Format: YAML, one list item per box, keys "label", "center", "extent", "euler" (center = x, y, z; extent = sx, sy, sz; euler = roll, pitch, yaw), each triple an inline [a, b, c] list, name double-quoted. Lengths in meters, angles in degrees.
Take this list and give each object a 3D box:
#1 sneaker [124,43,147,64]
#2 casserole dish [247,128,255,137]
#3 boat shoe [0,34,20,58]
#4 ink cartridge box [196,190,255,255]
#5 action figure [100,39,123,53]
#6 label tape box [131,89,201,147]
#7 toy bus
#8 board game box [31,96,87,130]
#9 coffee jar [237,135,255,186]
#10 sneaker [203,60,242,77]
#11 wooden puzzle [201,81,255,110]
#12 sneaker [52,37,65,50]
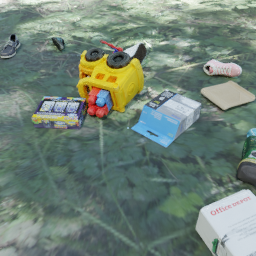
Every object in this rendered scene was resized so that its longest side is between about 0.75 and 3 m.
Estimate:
- label: "sneaker"
  center: [-0.094, -2.629, 11.951]
  extent: [1.101, 0.947, 2.601]
  euler: [-10, 34, 39]
- label: "casserole dish"
  center: [4.270, 0.218, 8.758]
  extent: [1.049, 0.203, 0.635]
  euler: [-3, 39, -3]
- label: "boat shoe"
  center: [-5.805, -4.017, 13.668]
  extent: [0.692, 0.597, 1.905]
  euler: [0, 39, 0]
- label: "ink cartridge box"
  center: [2.474, 2.342, 5.648]
  extent: [1.368, 0.790, 1.873]
  euler: [-15, 41, -18]
- label: "action figure"
  center: [-0.954, -3.008, 12.189]
  extent: [1.232, 0.812, 2.489]
  euler: [21, 41, 2]
- label: "label tape box"
  center: [1.271, -0.397, 9.169]
  extent: [1.436, 0.630, 1.992]
  euler: [28, 46, 30]
- label: "toy bus"
  center: [-0.959, -1.481, 9.978]
  extent: [2.422, 1.643, 2.325]
  euler: [18, 58, 24]
- label: "board game box"
  center: [-2.272, -0.529, 9.493]
  extent: [1.547, 0.439, 1.279]
  euler: [3, 41, 4]
- label: "coffee jar"
  center: [3.453, 0.881, 7.583]
  extent: [0.775, 0.634, 1.486]
  euler: [19, 42, 20]
- label: "sneaker"
  center: [3.873, -2.410, 11.710]
  extent: [0.802, 0.577, 1.534]
  euler: [-30, 42, -35]
- label: "wooden puzzle"
  center: [3.708, -1.208, 10.452]
  extent: [1.501, 0.279, 1.389]
  euler: [-19, 43, -21]
- label: "sneaker"
  center: [-3.430, -4.333, 14.148]
  extent: [0.530, 0.504, 1.338]
  euler: [-17, 43, -23]
